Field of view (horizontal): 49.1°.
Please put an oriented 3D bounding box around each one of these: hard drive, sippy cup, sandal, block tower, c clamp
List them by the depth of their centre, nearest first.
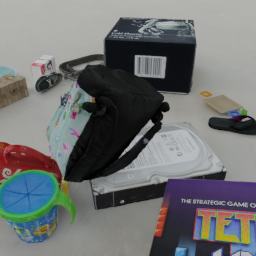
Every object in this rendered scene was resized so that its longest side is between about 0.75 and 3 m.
[{"bbox_3d":[-1.626,1.406,4.791,1.320,0.967,1.036,28,44,33],"label":"sippy cup"},{"bbox_3d":[0.468,0.683,6.234,2.759,0.522,1.927,-8,36,-10],"label":"hard drive"},{"bbox_3d":[2.958,-0.130,7.506,1.529,0.366,0.575,6,36,8],"label":"sandal"},{"bbox_3d":[-4.221,-0.852,8.257,0.732,0.684,2.532,25,42,30],"label":"block tower"},{"bbox_3d":[-1.534,-2.330,10.755,2.445,0.331,2.089,-30,40,-33],"label":"c clamp"}]

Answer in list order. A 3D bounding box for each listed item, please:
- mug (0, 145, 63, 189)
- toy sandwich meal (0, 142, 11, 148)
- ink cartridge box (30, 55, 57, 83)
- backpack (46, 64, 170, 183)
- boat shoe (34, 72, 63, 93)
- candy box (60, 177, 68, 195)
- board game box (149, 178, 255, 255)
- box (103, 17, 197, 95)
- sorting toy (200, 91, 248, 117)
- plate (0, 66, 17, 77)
[{"bbox_3d":[-1.836,0.811,5.235,1.210,1.074,0.807,10,75,-15],"label":"mug"},{"bbox_3d":[-3.166,0.768,5.929,1.998,0.684,1.998,0,35,0],"label":"toy sandwich meal"},{"bbox_3d":[-2.951,-2.040,9.892,0.433,0.743,1.026,7,35,10],"label":"ink cartridge box"},{"bbox_3d":[-0.519,-0.024,4.940,1.728,2.070,1.310,8,37,-42],"label":"backpack"},{"bbox_3d":[-2.670,-1.581,9.459,0.404,0.506,1.339,4,36,17],"label":"boat shoe"},{"bbox_3d":[-1.607,1.080,5.966,0.646,0.167,1.264,-3,35,-11],"label":"candy box"},{"bbox_3d":[1.747,1.814,3.725,2.854,0.809,2.359,-2,37,21],"label":"board game box"},{"bbox_3d":[0.849,-2.681,9.951,2.883,1.787,2.834,5,34,7],"label":"box"},{"bbox_3d":[2.837,-0.687,8.445,0.927,0.224,1.646,-12,37,-24],"label":"sorting toy"},{"bbox_3d":[-4.976,-1.643,9.751,2.154,0.275,2.154,0,36,0],"label":"plate"}]
